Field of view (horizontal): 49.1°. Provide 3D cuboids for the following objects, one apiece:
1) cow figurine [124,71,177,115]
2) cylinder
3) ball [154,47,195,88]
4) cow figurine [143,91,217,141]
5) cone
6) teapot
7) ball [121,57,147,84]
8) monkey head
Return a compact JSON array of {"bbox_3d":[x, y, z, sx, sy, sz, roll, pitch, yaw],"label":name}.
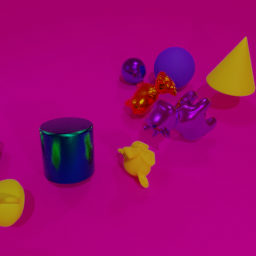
[{"bbox_3d":[0.611,-0.885,7.472,1.346,0.739,1.324,-52,24,-8],"label":"cow figurine"},{"bbox_3d":[-1.283,0.452,6.017,1.115,1.115,1.115,0,20,0],"label":"cylinder"},{"bbox_3d":[1.416,-1.838,8.584,1.257,1.257,1.257,0,43,0],"label":"ball"},{"bbox_3d":[1.259,-0.141,6.750,1.632,1.658,0.910,-41,42,-6],"label":"cow figurine"},{"bbox_3d":[2.921,-1.769,7.458,1.335,1.340,1.335,3,38,-3],"label":"cone"},{"bbox_3d":[-2.228,1.293,4.856,0.634,1.294,0.805,13,66,-39],"label":"teapot"},{"bbox_3d":[0.180,-1.833,8.934,0.821,0.821,0.821,0,43,0],"label":"ball"},{"bbox_3d":[0.126,0.700,6.078,0.840,0.704,1.168,7,36,-46],"label":"monkey head"}]
